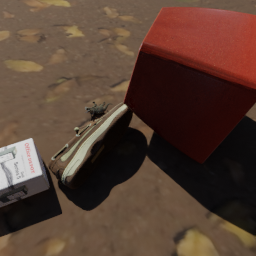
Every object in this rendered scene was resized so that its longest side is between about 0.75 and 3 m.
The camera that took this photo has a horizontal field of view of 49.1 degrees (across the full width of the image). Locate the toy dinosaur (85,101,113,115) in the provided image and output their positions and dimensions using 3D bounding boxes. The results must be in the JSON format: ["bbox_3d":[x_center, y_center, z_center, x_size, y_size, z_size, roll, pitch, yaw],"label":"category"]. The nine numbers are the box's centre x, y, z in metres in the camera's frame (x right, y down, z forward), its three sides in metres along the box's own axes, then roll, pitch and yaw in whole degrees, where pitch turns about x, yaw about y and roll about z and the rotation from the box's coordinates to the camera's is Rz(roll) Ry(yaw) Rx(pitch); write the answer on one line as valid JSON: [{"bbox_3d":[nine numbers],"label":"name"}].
[{"bbox_3d":[-0.882,-0.583,8.530,0.842,0.324,0.431,0,58,-5],"label":"toy dinosaur"}]

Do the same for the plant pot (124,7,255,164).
[{"bbox_3d":[1.505,-1.343,7.124,2.554,2.896,2.899,22,52,2],"label":"plant pot"}]

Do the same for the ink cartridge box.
[{"bbox_3d":[-2.927,1.130,6.755,1.707,0.717,1.242,-20,51,-14],"label":"ink cartridge box"}]

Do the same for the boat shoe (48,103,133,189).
[{"bbox_3d":[-0.962,0.196,7.340,1.040,1.038,2.810,28,56,20],"label":"boat shoe"}]
